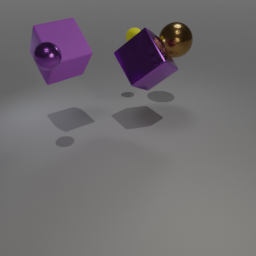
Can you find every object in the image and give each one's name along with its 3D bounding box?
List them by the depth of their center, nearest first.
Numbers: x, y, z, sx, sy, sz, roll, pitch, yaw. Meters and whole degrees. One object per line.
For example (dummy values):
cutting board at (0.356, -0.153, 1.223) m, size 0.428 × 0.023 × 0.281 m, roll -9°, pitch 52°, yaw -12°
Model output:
ball at (-2.038, -1.822, 7.113) m, size 0.700 × 0.700 × 0.700 m, roll 0°, pitch 29°, yaw 0°
cube at (-2.224, -2.491, 9.176) m, size 1.400 × 1.400 × 1.400 m, roll -25°, pitch -8°, yaw -29°
cube at (0.645, -2.305, 9.679) m, size 1.400 × 1.400 × 1.400 m, roll -33°, pitch -14°, yaw 23°
ball at (1.947, -3.601, 11.496) m, size 1.400 × 1.400 × 1.400 m, roll 0°, pitch 29°, yaw 0°
ball at (0.264, -3.783, 11.596) m, size 0.700 × 0.700 × 0.700 m, roll 0°, pitch 29°, yaw 0°
